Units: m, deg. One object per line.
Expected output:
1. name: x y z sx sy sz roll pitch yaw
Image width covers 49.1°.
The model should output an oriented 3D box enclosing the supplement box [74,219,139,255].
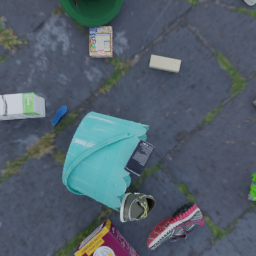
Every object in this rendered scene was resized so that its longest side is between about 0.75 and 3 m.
1. supplement box: -0.565 4.549 9.716 1.433 1.129 2.188 -42 87 -3

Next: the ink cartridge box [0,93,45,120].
1. ink cartridge box: -4.012 -0.741 9.999 1.750 1.273 0.735 -4 86 0

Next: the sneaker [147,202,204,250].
1. sneaker: 1.669 3.608 9.897 2.269 0.915 0.847 -34 89 -3

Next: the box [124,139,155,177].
1. box: 0.294 0.809 7.390 0.448 0.635 0.858 30 76 2

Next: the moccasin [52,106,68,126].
1. moccasin: -2.566 -0.464 10.489 0.338 0.286 0.839 38 85 10

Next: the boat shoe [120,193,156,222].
1. boat shoe: 0.346 2.559 9.143 0.707 2.364 0.845 5 85 17

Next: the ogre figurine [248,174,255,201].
1. ogre figurine: 4.914 2.255 10.054 0.785 1.600 0.959 30 99 45

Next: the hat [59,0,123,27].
1. hat: -1.706 -5.597 10.856 2.438 2.590 2.943 -19 120 -10

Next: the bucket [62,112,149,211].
1. bucket: -0.689 0.992 9.131 1.968 3.024 3.024 19 86 6

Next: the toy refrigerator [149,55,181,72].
1. toy refrigerator: 1.386 -2.421 10.571 1.112 0.389 0.422 11 93 1

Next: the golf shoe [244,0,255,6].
1. golf shoe: 4.472 -5.233 10.680 1.186 0.543 0.447 40 88 4

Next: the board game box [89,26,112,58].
1. board game box: -1.031 -3.282 10.677 0.864 0.264 1.140 0 86 0

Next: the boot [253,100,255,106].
1. boot: 5.385 -0.791 10.494 0.997 0.398 1.097 -30 80 -4
